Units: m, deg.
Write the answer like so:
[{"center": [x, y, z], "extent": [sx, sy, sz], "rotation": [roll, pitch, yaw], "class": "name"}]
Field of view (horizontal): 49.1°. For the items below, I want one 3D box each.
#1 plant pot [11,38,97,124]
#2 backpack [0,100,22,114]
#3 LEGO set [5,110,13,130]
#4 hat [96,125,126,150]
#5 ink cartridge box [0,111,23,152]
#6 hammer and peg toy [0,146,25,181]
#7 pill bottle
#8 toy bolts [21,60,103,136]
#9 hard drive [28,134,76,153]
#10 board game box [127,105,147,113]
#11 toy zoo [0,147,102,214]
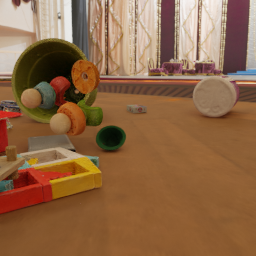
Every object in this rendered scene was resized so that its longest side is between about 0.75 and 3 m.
[{"center": [-2.445, -1.596, 10.961], "extent": [2.955, 2.955, 2.806], "rotation": [2, -1, 9], "class": "plant pot"}, {"center": [-4.625, -0.753, 11.090], "extent": [0.835, 0.675, 0.877], "rotation": [17, 15, 23], "class": "backpack"}, {"center": [-4.140, -0.280, 8.909], "extent": [1.506, 0.560, 0.693], "rotation": [9, 14, 35], "class": "LEGO set"}, {"center": [-0.392, 0.413, 6.802], "extent": [0.708, 0.753, 0.855], "rotation": [5, 48, 5], "class": "hat"}, {"center": [-3.812, 0.138, 5.930], "extent": [2.821, 0.949, 1.639], "rotation": [5, 13, 22], "class": "ink cartridge box"}, {"center": [-2.054, 0.616, 3.524], "extent": [1.063, 0.510, 1.446], "rotation": [1, 11, 4], "class": "hammer and peg toy"}, {"center": [3.821, -1.414, 11.834], "extent": [1.612, 1.612, 2.871], "rotation": [6, 13, 26], "class": "pill bottle"}, {"center": [-1.588, -0.764, 6.450], "extent": [1.736, 1.658, 1.204], "rotation": [22, 29, 31], "class": "toy bolts"}, {"center": [-1.769, 0.425, 6.365], "extent": [0.945, 0.223, 1.355], "rotation": [-4, 13, -19], "class": "hard drive"}, {"center": [0.378, -0.848, 12.344], "extent": [0.649, 0.283, 0.880], "rotation": [-5, 13, -19], "class": "board game box"}, {"center": [-1.648, 0.768, 4.576], "extent": [2.660, 0.272, 1.745], "rotation": [-8, 15, -34], "class": "toy zoo"}]
